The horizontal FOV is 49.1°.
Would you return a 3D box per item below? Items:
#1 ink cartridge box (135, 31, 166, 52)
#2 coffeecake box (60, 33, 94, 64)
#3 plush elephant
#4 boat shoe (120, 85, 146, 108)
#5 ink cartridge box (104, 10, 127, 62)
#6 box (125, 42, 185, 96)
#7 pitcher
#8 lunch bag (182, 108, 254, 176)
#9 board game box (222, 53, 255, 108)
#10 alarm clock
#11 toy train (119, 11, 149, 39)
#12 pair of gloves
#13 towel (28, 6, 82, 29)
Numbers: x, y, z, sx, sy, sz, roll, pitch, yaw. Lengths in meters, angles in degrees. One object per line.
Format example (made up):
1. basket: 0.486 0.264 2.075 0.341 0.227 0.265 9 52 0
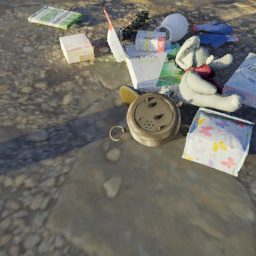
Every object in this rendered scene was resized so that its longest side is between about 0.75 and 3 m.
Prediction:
1. ink cartridge box: 0.857 -3.300 10.627 1.095 0.457 0.795 6 43 7
2. coffeecake box: -2.053 -3.212 11.214 1.047 0.499 1.364 -16 46 -14
3. plush elephant: 2.173 -1.510 8.090 2.378 1.841 1.958 14 3 19
4. boat shoe: 0.546 -0.756 8.647 1.875 0.686 0.608 39 50 22
5. ink cartridge box: -0.632 -3.381 10.259 0.442 1.765 1.420 -27 23 4
6. box: 1.155 -2.167 10.121 2.165 0.545 3.000 -7 44 -7
7. pitcher: 1.634 -4.094 11.866 1.513 1.069 1.764 -4 29 43
8. lunch bag: 2.400 0.153 7.352 1.488 1.116 1.755 20 41 18
9. board game box: 4.812 -1.434 9.365 2.467 0.535 2.455 27 50 25
10. alarm clock: 0.505 -0.184 7.708 2.152 0.717 1.452 -23 67 0
11. toy train: 0.242 -4.815 12.927 0.619 0.461 2.703 15 45 20
12. pair of gloves: 3.853 -4.150 12.401 1.802 0.255 2.241 0 43 2
13. towel: -3.500 -5.316 13.617 2.140 0.328 1.596 18 49 15
